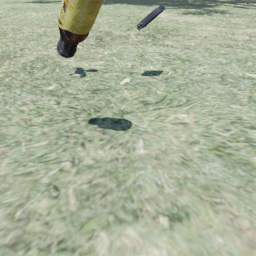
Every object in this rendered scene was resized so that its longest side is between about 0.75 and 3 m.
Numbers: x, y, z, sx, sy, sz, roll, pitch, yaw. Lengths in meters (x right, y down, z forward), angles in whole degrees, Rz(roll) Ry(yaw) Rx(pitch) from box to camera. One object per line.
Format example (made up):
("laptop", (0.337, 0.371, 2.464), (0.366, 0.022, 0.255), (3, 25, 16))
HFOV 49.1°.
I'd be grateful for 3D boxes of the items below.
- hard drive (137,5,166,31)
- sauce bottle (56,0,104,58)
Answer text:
("hard drive", (0.776, -3.753, 9.518), (1.032, 0.218, 0.696), (-30, 12, 37))
("sauce bottle", (-0.924, -1.970, 5.025), (0.664, 2.011, 0.664), (10, 64, -21))
